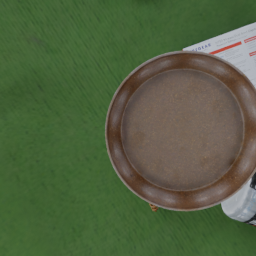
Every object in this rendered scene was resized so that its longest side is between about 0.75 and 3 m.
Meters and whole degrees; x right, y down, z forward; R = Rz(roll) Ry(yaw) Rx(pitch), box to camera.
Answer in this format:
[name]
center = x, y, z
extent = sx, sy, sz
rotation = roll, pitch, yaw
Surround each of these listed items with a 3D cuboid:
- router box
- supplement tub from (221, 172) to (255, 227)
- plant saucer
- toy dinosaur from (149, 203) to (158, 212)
[router box]
center = 2.742, -1.322, 6.970
extent = 2.322, 0.567, 2.084
rotation = -20, 88, -1
[supplement tub]
center = 3.581, 1.682, 6.398
extent = 2.487, 1.523, 1.523
rotation = 20, 88, 0
[plant saucer]
center = 0.775, 0.052, 3.913
extent = 2.166, 0.373, 2.166
rotation = 0, 94, 3
[toy dinosaur]
center = 0.701, 0.774, 6.841
extent = 1.533, 1.154, 2.259
rotation = 0, 107, 14
